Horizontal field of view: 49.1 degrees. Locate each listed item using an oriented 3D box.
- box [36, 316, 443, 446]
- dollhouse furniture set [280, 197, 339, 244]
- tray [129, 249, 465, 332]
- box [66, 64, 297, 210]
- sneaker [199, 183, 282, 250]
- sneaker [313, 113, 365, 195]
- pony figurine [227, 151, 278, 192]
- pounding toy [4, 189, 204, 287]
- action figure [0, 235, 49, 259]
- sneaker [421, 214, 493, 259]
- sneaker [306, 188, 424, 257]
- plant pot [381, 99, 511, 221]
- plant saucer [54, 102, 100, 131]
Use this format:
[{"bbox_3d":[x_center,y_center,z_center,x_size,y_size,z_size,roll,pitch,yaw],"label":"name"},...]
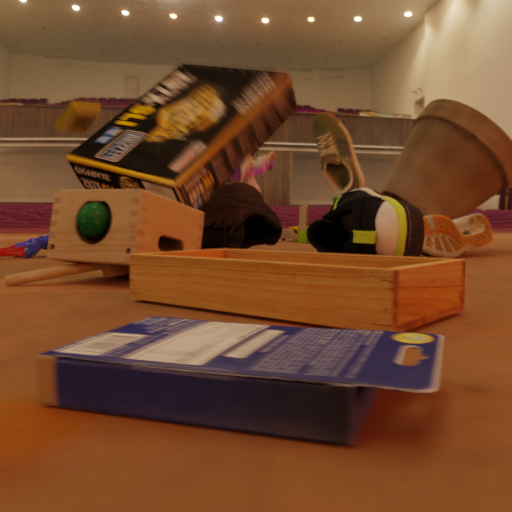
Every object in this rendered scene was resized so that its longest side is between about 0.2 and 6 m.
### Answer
[{"bbox_3d":[-0.009,0.437,2.198,1.397,0.226,0.846,0,4,20],"label":"box"},{"bbox_3d":[1.994,-1.075,17.055,1.729,1.335,3.459,-1,4,-17],"label":"dollhouse furniture set"},{"bbox_3d":[0.228,0.205,4.370,2.378,0.440,1.173,4,5,40],"label":"tray"},{"bbox_3d":[-1.187,-2.071,9.359,2.491,0.770,3.119,16,52,34],"label":"box"},{"bbox_3d":[-0.933,-0.483,9.507,3.119,1.184,1.416,-16,38,-28],"label":"sneaker"},{"bbox_3d":[1.569,-2.018,11.227,0.618,1.844,0.828,-24,1,35],"label":"sneaker"},{"bbox_3d":[-0.353,-2.137,14.375,1.630,1.574,1.357,3,-38,20],"label":"pony figurine"},{"bbox_3d":[-1.612,-0.109,6.172,1.412,1.091,1.534,3,-6,26],"label":"pounding toy"},{"bbox_3d":[-3.662,-0.606,10.580,2.741,1.356,0.894,0,3,-42],"label":"action figure"},{"bbox_3d":[3.398,-0.258,10.371,2.179,0.824,0.955,-3,-15,-34],"label":"sneaker"},{"bbox_3d":[1.531,-0.566,9.639,1.473,1.276,3.557,-1,4,-10],"label":"sneaker"},{"bbox_3d":[3.798,-1.622,11.594,2.414,2.095,2.414,42,-2,2],"label":"plant pot"},{"bbox_3d":[-3.269,-2.531,10.352,0.700,0.168,0.699,-40,-12,32],"label":"plant saucer"}]
